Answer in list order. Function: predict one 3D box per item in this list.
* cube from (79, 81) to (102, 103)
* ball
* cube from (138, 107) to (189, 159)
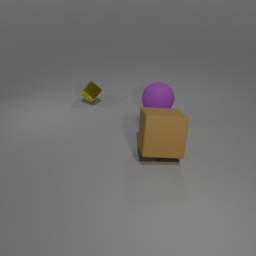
[{"bbox_3d":[-1.780,-1.716,13.374,0.700,0.700,0.700,-51,14,-20],"label":"cube"},{"bbox_3d":[1.298,-1.280,12.061,1.400,1.400,1.400,0,31,0],"label":"ball"},{"bbox_3d":[1.144,0.129,9.562,1.400,1.400,1.400,3,15,-5],"label":"cube"}]
